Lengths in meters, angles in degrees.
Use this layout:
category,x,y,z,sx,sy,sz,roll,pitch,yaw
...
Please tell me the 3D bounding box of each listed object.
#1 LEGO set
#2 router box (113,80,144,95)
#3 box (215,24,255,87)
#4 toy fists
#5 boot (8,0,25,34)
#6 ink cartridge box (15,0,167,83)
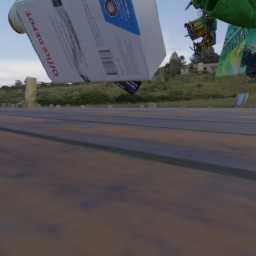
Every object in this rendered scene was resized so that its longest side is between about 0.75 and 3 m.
category,x,y,z,sx,sy,sz,roll,pitch,yaw
LEGO set,2.193,-3.321,9.250,1.084,1.871,1.439,-17,-35,36
router box,-0.262,-2.918,11.625,2.557,2.010,0.668,33,-8,-10
box,3.275,-1.928,5.613,0.505,2.005,2.778,32,-22,-36
toy fists,1.592,-1.933,4.300,0.819,0.552,1.606,17,29,-9
boot,-1.720,-3.378,6.920,1.856,2.400,0.865,6,-24,28
ink cartridge box,-0.637,-1.747,5.039,2.265,1.637,0.954,4,40,29
